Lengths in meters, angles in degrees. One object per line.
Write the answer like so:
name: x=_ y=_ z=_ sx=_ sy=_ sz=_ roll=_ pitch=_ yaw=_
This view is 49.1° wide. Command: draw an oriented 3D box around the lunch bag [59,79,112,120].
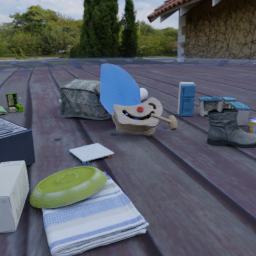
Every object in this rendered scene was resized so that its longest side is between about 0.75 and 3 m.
lunch bag: x=-1.573 y=-1.418 z=13.402 sx=2.779 sy=1.634 sz=2.279 roll=7 pitch=22 yaw=8

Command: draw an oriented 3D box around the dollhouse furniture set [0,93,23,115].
dollhouse furniture set: x=-6.219 y=-1.186 z=13.915 sx=1.664 sy=0.835 sz=1.090 roll=-13 pitch=22 yaw=-34

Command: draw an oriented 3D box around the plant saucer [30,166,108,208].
plant saucer: x=-1.406 y=1.294 z=6.588 sx=1.840 sy=0.286 sz=1.840 roll=-12 pitch=12 yaw=2

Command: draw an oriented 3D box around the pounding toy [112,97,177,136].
pounding toy: x=0.634 y=-0.632 z=10.478 sx=2.411 sy=1.383 sz=1.378 roll=4 pitch=57 yaw=-6

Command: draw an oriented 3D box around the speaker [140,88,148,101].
speaker: x=0.455 y=-1.811 z=16.005 sx=0.724 sy=0.724 sz=1.782 roll=10 pitch=21 yaw=27

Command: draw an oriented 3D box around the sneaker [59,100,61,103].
sneaker: x=-3.340 y=-1.263 z=14.678 sx=0.794 sy=0.495 sz=1.345 roll=9 pitch=10 yaw=9

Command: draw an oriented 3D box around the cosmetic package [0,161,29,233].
cosmetic package: x=-2.600 y=1.416 z=6.036 sx=0.572 sy=0.847 sz=1.609 roll=-4 pitch=17 yaw=-8

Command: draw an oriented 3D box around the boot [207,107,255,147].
boot: x=3.725 y=-0.042 z=9.707 sx=1.973 sy=1.289 sz=0.668 roll=1 pitch=18 yaw=2

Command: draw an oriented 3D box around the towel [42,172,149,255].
towel: x=-0.894 y=1.700 z=6.046 sx=1.842 sy=0.299 sz=2.509 roll=-9 pitch=18 yaw=-20

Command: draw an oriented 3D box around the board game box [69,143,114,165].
board game box: x=-1.174 y=0.809 z=8.972 sx=1.080 sy=0.140 sz=1.080 roll=-13 pitch=22 yaw=-33

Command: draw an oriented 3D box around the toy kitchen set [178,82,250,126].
toy kitchen set: x=3.738 y=-1.114 z=12.538 sx=2.651 sy=1.562 sz=2.124 roll=0 pitch=18 yaw=1

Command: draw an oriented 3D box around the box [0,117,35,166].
box: x=-4.018 y=0.578 z=8.018 sx=1.868 sy=1.160 sz=1.883 roll=15 pitch=23 yaw=38

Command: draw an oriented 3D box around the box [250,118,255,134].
box: x=5.988 y=0.123 z=10.448 sx=1.644 sy=0.573 sz=2.762 roll=-9 pitch=18 yaw=-25

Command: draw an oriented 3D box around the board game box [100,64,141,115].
board game box: x=-0.445 y=-1.397 z=12.376 sx=2.338 sy=2.960 sz=0.576 roll=24 pitch=-39 yaw=-36
